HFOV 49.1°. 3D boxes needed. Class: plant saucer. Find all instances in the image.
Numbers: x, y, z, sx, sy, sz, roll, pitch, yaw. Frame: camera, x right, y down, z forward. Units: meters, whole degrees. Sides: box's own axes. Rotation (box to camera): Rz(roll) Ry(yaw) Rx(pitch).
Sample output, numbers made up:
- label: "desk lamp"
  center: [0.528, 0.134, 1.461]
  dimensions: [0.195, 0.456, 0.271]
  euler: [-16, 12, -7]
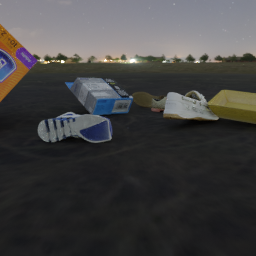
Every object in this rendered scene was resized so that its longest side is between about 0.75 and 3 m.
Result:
- label: "plant saucer"
  center: [3.325, -0.567, 7.782]
  dimensions: [1.850, 0.448, 1.851]
  euler: [13, 25, 28]

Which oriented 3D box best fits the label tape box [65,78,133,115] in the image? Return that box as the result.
- label: "label tape box"
  center: [-1.009, -1.267, 9.465]
  dimensions: [1.456, 0.672, 2.032]
  euler: [-7, 43, -39]

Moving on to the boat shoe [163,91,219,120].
- label: "boat shoe"
  center: [1.882, -0.630, 7.843]
  dimensions: [0.838, 0.820, 2.366]
  euler: [4, 3, 41]

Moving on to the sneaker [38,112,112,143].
- label: "sneaker"
  center: [-1.118, -0.092, 6.277]
  dimensions: [1.555, 0.628, 0.898]
  euler: [0, 16, 3]

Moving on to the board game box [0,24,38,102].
- label: "board game box"
  center: [-4.358, -1.723, 7.174]
  dimensions: [2.423, 2.423, 2.425]
  euler: [16, 65, 52]

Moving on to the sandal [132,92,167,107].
- label: "sandal"
  center: [0.851, -1.035, 10.922]
  dimensions: [1.584, 0.581, 0.521]
  euler: [3, -9, -14]

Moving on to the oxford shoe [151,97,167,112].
- label: "oxford shoe"
  center: [1.387, -0.822, 9.565]
  dimensions: [1.323, 0.488, 0.468]
  euler: [0, 14, 27]
